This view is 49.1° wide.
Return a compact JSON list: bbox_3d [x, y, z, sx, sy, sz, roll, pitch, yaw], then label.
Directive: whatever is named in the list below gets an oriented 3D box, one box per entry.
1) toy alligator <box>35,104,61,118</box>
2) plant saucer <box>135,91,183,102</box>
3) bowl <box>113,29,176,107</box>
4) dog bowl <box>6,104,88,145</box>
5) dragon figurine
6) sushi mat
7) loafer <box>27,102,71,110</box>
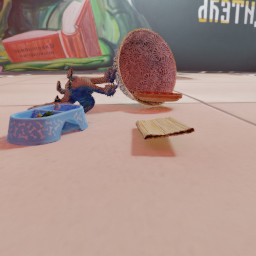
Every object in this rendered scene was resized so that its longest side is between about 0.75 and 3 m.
[{"bbox_3d":[-1.926,-0.164,6.345,1.018,0.338,0.245,-45,12,-24],"label":"toy alligator"},{"bbox_3d":[1.115,-1.146,10.242,1.725,0.278,1.725,1,11,0],"label":"plant saucer"},{"bbox_3d":[0.404,-2.220,11.004,2.927,2.927,1.374,-11,4,-38],"label":"bowl"},{"bbox_3d":[-1.875,-0.166,6.740,1.249,0.555,2.240,6,15,24],"label":"dog bowl"},{"bbox_3d":[-1.482,-0.987,8.678,1.411,0.835,2.839,23,-41,-32],"label":"dragon figurine"},{"bbox_3d":[0.735,-0.042,6.307,1.001,0.127,2.092,-8,9,-2],"label":"sushi mat"},{"bbox_3d":[-2.150,-0.542,7.832,0.469,0.470,1.343,44,37,23],"label":"loafer"}]
